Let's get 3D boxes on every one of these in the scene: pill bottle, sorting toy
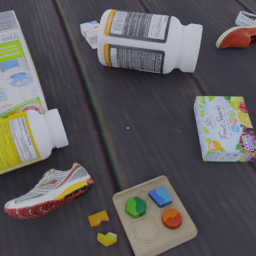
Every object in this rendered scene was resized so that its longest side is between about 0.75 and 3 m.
[{"bbox_3d":[0.674,-2.646,8.776,2.998,1.744,1.744,10,53,7],"label":"pill bottle"},{"bbox_3d":[-2.687,0.313,6.794,2.270,1.276,1.276,-18,55,-14],"label":"pill bottle"},{"bbox_3d":[0.267,2.002,6.123,2.074,0.278,1.545,-19,55,-14],"label":"sorting toy"}]

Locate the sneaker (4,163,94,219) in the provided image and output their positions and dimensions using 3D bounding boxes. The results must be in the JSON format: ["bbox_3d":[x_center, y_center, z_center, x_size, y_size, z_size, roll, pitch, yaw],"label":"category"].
[{"bbox_3d":[-1.773,1.404,6.278,1.924,0.749,0.790,-20,61,-27],"label":"sneaker"}]

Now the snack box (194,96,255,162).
[{"bbox_3d":[2.581,-0.021,7.538,1.339,0.499,1.883,0,52,0],"label":"snack box"}]

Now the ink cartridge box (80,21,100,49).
[{"bbox_3d":[-1.224,-3.418,10.229,0.644,0.380,1.119,-22,56,-16],"label":"ink cartridge box"}]

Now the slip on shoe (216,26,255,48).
[{"bbox_3d":[4.008,-3.137,9.846,1.974,0.731,0.604,-14,58,-16],"label":"slip on shoe"}]

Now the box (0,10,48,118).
[{"bbox_3d":[-3.098,-1.318,7.096,1.490,2.648,1.342,-18,43,-15],"label":"box"}]

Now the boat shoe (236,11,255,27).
[{"bbox_3d":[4.881,-3.986,10.576,1.543,0.515,0.568,18,55,14],"label":"boat shoe"}]
